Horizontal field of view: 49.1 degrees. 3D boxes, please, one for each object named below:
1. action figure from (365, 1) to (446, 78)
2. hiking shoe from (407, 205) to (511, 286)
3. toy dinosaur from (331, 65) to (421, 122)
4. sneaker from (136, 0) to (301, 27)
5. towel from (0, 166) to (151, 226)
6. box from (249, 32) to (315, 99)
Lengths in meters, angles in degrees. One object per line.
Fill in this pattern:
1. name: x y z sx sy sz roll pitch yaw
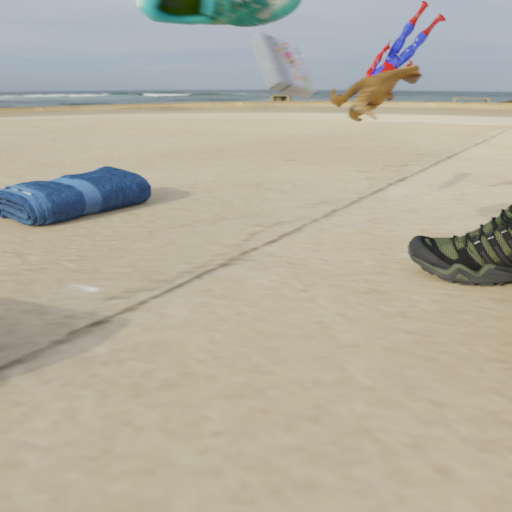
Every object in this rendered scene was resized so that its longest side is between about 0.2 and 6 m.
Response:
1. action figure: 2.958 -4.190 11.785 0.728 2.226 0.575 33 33 -9
2. hiking shoe: 4.038 -0.285 9.229 2.956 1.488 1.120 7 20 21
3. toy dinosaur: 1.785 -2.600 8.894 1.268 0.721 2.387 -23 15 50
4. sneaker: -0.419 -3.098 6.860 2.069 0.802 0.824 -7 39 -7
5. towel: -4.538 -1.570 14.151 1.986 0.863 3.557 15 23 36
6. box: 0.599 -4.084 12.090 0.316 1.197 1.535 -25 -10 34
